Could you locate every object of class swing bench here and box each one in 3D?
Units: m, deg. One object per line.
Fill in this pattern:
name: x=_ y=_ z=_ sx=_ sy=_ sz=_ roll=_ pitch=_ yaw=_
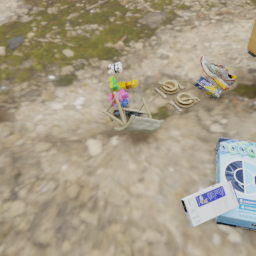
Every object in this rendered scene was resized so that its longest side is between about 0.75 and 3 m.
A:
swing bench: x=0.119 y=-0.265 z=6.802 sx=1.032 sy=0.673 sz=1.038 roll=8 pitch=35 yaw=-41

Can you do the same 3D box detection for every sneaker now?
sneaker: x=2.458 y=-1.589 z=7.674 sx=1.212 sy=0.498 sz=0.472 roll=35 pitch=34 yaw=-16

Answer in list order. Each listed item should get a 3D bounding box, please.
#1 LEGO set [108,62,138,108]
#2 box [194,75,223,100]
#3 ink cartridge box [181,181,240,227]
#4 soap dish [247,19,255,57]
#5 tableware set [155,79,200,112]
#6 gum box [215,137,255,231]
LEGO set: x=-0.102 y=-1.171 z=7.848 sx=0.682 sy=0.634 sz=1.662 roll=-18 pitch=48 yaw=14
box: x=2.270 y=-1.146 z=7.953 sx=0.765 sy=0.246 sz=0.268 roll=35 pitch=74 yaw=4
ink cartridge box: x=1.546 y=1.395 z=5.244 sx=1.043 sy=0.204 sz=0.519 roll=-17 pitch=86 yaw=-14
soap dish: x=4.567 y=-1.739 z=7.273 sx=2.926 sy=1.188 sz=2.302 roll=6 pitch=36 yaw=-47
tableware set: x=1.416 y=-1.037 z=8.050 sx=0.793 sy=0.240 sz=1.200 roll=-28 pitch=56 yaw=-22
gum box: x=2.781 y=1.205 z=6.032 sx=1.680 sy=0.441 sz=1.978 roll=9 pitch=50 yaw=8
